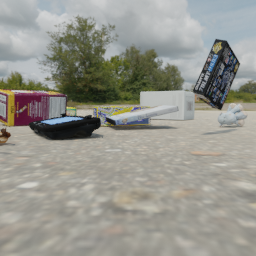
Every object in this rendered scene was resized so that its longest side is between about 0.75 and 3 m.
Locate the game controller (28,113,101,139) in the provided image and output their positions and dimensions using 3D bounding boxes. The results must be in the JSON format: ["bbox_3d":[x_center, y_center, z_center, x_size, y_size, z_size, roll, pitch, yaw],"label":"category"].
[{"bbox_3d":[-1.912,-0.107,8.075,1.519,0.613,2.911,-2,4,-28],"label":"game controller"}]

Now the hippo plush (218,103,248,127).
[{"bbox_3d":[3.965,-0.510,11.039,0.955,0.946,1.188,-3,6,-41],"label":"hippo plush"}]

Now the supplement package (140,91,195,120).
[{"bbox_3d":[2.365,-1.359,16.953,2.892,1.696,1.690,3,5,33],"label":"supplement package"}]

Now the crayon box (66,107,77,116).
[{"bbox_3d":[-4.574,-0.855,16.549,2.577,0.751,2.223,-2,7,-26],"label":"crayon box"}]

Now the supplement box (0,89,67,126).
[{"bbox_3d":[-4.306,-0.938,12.462,2.653,1.369,1.736,-4,14,-43],"label":"supplement box"}]

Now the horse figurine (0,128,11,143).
[{"bbox_3d":[-2.956,0.201,5.993,1.179,0.294,0.781,-6,-3,17],"label":"horse figurine"}]

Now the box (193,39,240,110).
[{"bbox_3d":[2.559,-1.447,7.934,0.389,1.567,1.555,24,3,36],"label":"box"}]

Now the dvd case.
[{"bbox_3d":[0.448,-0.512,10.409,2.388,0.209,1.703,-13,10,-12],"label":"dvd case"}]

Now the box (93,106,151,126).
[{"bbox_3d":[-0.242,-0.507,11.689,2.343,0.821,0.753,-2,5,-23],"label":"box"}]
